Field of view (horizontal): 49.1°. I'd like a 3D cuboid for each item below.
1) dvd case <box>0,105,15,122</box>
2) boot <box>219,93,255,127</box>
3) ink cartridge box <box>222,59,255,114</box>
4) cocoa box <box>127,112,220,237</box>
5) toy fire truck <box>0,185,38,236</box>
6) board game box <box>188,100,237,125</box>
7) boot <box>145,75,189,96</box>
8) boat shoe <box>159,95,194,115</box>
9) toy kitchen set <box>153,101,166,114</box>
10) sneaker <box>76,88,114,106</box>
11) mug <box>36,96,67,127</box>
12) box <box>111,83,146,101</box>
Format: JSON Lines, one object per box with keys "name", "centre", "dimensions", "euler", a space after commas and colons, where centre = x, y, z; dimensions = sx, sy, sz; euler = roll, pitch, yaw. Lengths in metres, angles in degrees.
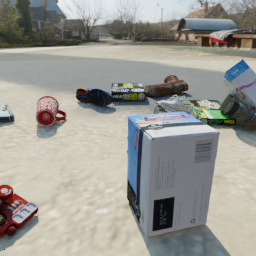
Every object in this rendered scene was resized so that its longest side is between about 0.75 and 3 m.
{"name": "dvd case", "centre": [-6.488, -0.588, 12.074], "dimensions": [2.741, 0.302, 2.001], "euler": [-4, 20, -29]}
{"name": "boot", "centre": [4.759, -0.617, 11.643], "dimensions": [1.626, 0.843, 2.490], "euler": [30, 19, 2]}
{"name": "ink cartridge box", "centre": [4.993, -1.623, 11.703], "dimensions": [0.875, 2.068, 1.494], "euler": [-37, -15, 4]}
{"name": "cocoa box", "centre": [0.823, 0.877, 5.950], "dimensions": [1.430, 2.144, 1.407], "euler": [-5, 21, -16]}
{"name": "toy fire truck", "centre": [-2.572, 1.792, 5.851], "dimensions": [0.950, 0.634, 1.131], "euler": [26, 29, 13]}
{"name": "board game box", "centre": [3.746, -0.768, 12.827], "dimensions": [1.518, 0.340, 2.898], "euler": [3, 21, 2]}
{"name": "boot", "centre": [1.922, -2.519, 16.854], "dimensions": [2.595, 0.834, 2.419], "euler": [-14, 23, -21]}
{"name": "boat shoe", "centre": [2.141, -1.057, 11.884], "dimensions": [1.761, 0.751, 0.651], "euler": [12, 23, -29]}
{"name": "toy kitchen set", "centre": [1.408, -0.864, 13.193], "dimensions": [0.456, 0.620, 0.773], "euler": [12, -12, 29]}
{"name": "sneaker", "centre": [-1.624, -1.713, 14.564], "dimensions": [2.396, 0.903, 0.940], "euler": [18, 22, 35]}
{"name": "mug", "centre": [-3.274, -0.704, 11.828], "dimensions": [1.270, 0.954, 1.431], "euler": [-6, 25, -9]}
{"name": "box", "centre": [-0.009, -2.069, 15.902], "dimensions": [1.879, 0.519, 2.346], "euler": [-1, 21, -1]}
